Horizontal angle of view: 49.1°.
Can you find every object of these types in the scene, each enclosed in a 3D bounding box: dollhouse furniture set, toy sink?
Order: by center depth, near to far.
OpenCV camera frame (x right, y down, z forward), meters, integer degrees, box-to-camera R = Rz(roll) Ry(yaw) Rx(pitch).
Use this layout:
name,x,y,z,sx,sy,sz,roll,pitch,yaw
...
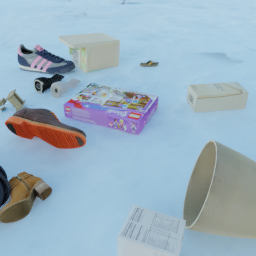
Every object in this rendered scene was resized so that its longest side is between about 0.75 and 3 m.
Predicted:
name,x,y,z,sx,sy,sz,roll,pitch,yaw
dollhouse furniture set,-4.524,-0.945,10.751,0.872,0.615,0.611,-27,32,12
toy sink,-1.951,-3.775,14.042,2.614,1.464,1.704,-17,37,-32

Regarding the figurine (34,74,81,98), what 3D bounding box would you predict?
name,x,y,z,sx,sy,sz,roll,pitch,yaw
figurine,-2.990,-1.934,12.099,1.511,0.651,1.475,17,33,22

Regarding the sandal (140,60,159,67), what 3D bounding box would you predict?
name,x,y,z,sx,sy,sz,roll,pitch,yaw
sandal,1.106,-3.353,14.464,0.996,0.269,0.400,-2,34,-2

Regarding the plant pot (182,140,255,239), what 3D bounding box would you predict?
name,x,y,z,sx,sy,sz,roll,pitch,yaw
plant pot,2.504,1.516,5.983,2.119,1.984,1.984,18,36,4

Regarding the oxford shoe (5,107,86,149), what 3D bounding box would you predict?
name,x,y,z,sx,sy,sz,roll,pitch,yaw
oxford shoe,-2.469,-0.140,8.796,2.898,1.032,1.051,14,52,20

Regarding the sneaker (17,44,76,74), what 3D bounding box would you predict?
name,x,y,z,sx,sy,sz,roll,pitch,yaw
sneaker,-4.050,-3.398,13.665,2.980,1.222,1.045,6,34,8

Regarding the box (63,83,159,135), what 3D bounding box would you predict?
name,x,y,z,sx,sy,sz,roll,pitch,yaw
box,-0.585,-0.805,10.374,2.952,0.577,2.020,14,36,20

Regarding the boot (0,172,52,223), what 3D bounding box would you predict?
name,x,y,z,sx,sy,sz,roll,pitch,yaw
boot,-2.721,1.604,6.827,1.105,0.546,1.424,22,41,32

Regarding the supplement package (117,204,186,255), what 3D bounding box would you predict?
name,x,y,z,sx,sy,sz,roll,pitch,yaw
supplement package,0.467,2.248,5.566,1.134,0.861,0.854,12,36,18

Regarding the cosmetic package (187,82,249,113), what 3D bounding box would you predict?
name,x,y,z,sx,sy,sz,roll,pitch,yaw
cosmetic package,3.424,-1.207,10.846,2.037,0.745,1.055,-6,34,-7

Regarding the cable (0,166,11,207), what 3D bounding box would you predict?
name,x,y,z,sx,sy,sz,roll,pitch,yaw
cable,-4.014,1.280,6.502,2.563,0.651,2.091,42,32,24
